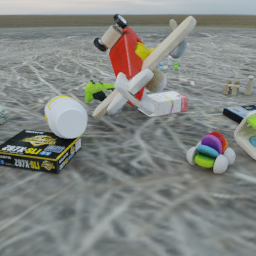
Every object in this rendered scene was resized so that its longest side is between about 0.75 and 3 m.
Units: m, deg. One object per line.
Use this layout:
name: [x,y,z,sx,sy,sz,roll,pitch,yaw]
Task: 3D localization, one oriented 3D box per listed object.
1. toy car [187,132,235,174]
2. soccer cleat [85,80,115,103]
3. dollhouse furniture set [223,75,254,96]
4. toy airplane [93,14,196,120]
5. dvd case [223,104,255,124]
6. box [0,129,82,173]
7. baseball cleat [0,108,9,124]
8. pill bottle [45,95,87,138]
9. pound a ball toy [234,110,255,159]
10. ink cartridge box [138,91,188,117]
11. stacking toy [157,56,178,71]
toy car: [1.661,0.428,5.548,0.788,0.675,0.901,20,30,37]
soccer cleat: [-0.416,-0.990,8.488,1.813,0.735,0.612,4,22,-16]
dollhouse furniture set: [4.016,-1.597,10.222,0.958,0.636,0.839,11,26,25]
toy airplane: [0.286,-1.297,6.734,1.875,2.645,2.657,23,-6,-38]
dvd case: [4.206,-0.309,7.812,2.468,0.217,1.761,-7,26,-17]
box: [-1.866,0.448,5.904,1.439,0.355,1.149,6,25,13]
baseball cleat: [-3.903,-0.146,7.133,0.914,0.599,1.718,3,13,21]
pill bottle: [-1.313,-0.234,5.951,0.797,0.797,1.423,-9,16,-19]
pound a ball toy: [3.240,-0.129,6.339,2.088,0.887,1.361,-14,50,-31]
ink cartridge box: [1.041,-0.749,8.516,1.341,0.452,0.781,-12,26,-25]
stacking toy: [1.557,-3.195,14.173,1.579,0.492,2.095,-3,26,-3]
